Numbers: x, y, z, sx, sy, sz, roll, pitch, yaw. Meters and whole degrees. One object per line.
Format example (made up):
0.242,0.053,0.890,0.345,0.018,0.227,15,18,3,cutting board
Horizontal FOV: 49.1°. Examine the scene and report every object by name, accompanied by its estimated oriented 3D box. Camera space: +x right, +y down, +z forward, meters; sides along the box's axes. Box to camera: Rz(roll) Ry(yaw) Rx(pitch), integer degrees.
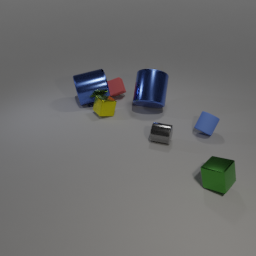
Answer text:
2.950,-0.171,10.479,0.700,0.700,0.700,26,5,-2,cylinder
-0.571,-1.968,13.490,0.700,0.700,0.700,-18,-1,11,cube
2.565,1.306,7.934,0.700,0.700,0.700,9,31,43,cube
-1.000,-0.953,11.981,0.700,0.700,0.700,-2,26,-34,cube
1.216,0.183,10.135,0.700,0.700,0.700,10,31,16,cylinder
0.994,-1.691,12.217,1.400,1.400,1.400,8,-6,1,cylinder
-1.664,-1.863,12.796,1.400,1.400,1.400,-15,32,-7,cylinder
